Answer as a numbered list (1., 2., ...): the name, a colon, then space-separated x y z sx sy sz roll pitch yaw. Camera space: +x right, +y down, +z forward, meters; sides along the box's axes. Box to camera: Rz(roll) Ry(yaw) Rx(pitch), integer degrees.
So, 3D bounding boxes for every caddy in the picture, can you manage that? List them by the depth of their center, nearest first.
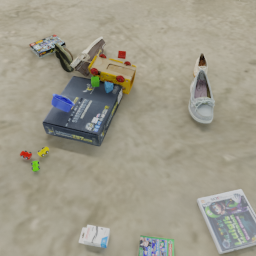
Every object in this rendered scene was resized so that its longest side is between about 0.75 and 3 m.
1. caddy: -2.350 -0.942 10.074 0.850 0.446 0.601 25 15 -23

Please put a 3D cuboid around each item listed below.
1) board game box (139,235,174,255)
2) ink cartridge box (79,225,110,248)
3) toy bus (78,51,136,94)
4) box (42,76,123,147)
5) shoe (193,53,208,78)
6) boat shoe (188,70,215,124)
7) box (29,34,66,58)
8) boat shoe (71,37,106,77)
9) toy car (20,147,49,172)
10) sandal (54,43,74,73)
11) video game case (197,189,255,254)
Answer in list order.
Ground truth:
1. board game box: 0.739 3.666 7.466 0.967 0.209 1.436 6 50 4
2. ink cartridge box: -0.963 3.058 7.943 0.825 0.280 0.479 7 50 6
3. toy bus: -0.777 -2.233 11.910 2.133 1.168 2.261 -19 57 -20
4. box: -1.661 -0.762 10.934 2.222 0.719 2.818 13 51 12
5. shoe: 3.348 -2.817 12.879 0.605 0.462 1.731 8 50 7
6. boat shoe: 2.978 -1.275 11.308 0.950 0.827 2.579 6 50 5
7. box: -4.049 -4.152 14.138 1.506 0.300 1.031 -33 57 -25
8. boat shoe: -1.649 -3.360 13.066 0.877 1.058 2.945 44 37 -16
9. toy car: -3.185 1.131 9.644 1.007 0.225 0.947 -11 51 -8
10. sandal: -2.936 -3.416 13.218 0.595 0.828 2.085 -12 48 -28
11. video game case: 3.060 2.705 8.304 1.508 0.194 1.659 -10 50 -8
